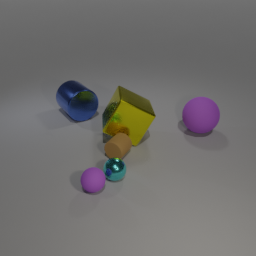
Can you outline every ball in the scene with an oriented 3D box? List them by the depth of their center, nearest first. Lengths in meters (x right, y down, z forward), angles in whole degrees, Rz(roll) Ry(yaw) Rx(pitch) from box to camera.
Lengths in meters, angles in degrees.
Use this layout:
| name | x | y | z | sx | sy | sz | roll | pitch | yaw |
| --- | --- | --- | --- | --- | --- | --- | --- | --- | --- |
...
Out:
| name | x | y | z | sx | sy | sz | roll | pitch | yaw |
| --- | --- | --- | --- | --- | --- | --- | --- | --- | --- |
| ball | -0.982 | 1.456 | 7.869 | 0.700 | 0.700 | 0.700 | 0 | 29 | 0 |
| ball | -0.393 | 1.231 | 8.390 | 0.700 | 0.700 | 0.700 | 0 | 29 | 0 |
| ball | 2.782 | -0.494 | 10.710 | 1.400 | 1.400 | 1.400 | 0 | 29 | 0 |

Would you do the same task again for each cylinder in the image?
| name | x | y | z | sx | sy | sz | roll | pitch | yaw |
| --- | --- | --- | --- | --- | --- | --- | --- | --- | --- |
| cylinder | -0.328 | 0.618 | 9.443 | 0.700 | 0.700 | 0.700 | 15 | 33 | 25 |
| cylinder | -2.190 | -1.187 | 12.037 | 1.400 | 1.400 | 1.400 | -17 | 34 | -29 |

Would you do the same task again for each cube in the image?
| name | x | y | z | sx | sy | sz | roll | pitch | yaw |
| --- | --- | --- | --- | --- | --- | --- | --- | --- | --- |
| cube | -0.020 | -0.454 | 10.239 | 1.400 | 1.400 | 1.400 | 24 | 24 | -17 |
